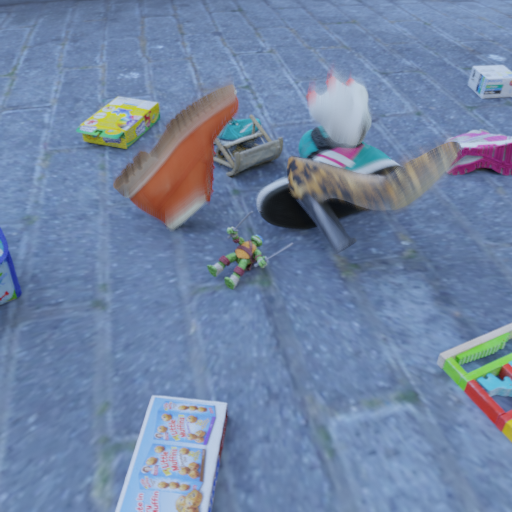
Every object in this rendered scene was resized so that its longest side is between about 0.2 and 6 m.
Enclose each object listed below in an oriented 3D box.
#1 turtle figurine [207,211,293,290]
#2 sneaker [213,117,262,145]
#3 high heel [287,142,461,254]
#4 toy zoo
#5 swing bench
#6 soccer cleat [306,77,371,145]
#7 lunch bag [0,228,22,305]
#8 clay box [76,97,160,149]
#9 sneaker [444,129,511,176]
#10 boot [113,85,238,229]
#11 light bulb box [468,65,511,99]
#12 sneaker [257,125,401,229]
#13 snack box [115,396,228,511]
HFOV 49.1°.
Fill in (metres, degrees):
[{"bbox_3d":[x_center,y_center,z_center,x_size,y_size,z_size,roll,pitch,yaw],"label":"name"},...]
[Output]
[{"bbox_3d":[-0.238,-0.079,9.549,1.147,0.851,1.183,-48,17,-23],"label":"turtle figurine"},{"bbox_3d":[-0.858,-3.123,13.425,2.029,0.808,0.786,-4,40,-6],"label":"sneaker"},{"bbox_3d":[1.744,-1.491,9.039,1.868,2.621,0.936,57,25,11],"label":"high heel"},{"bbox_3d":[3.884,1.968,7.631,1.577,0.246,2.404,-17,42,-20],"label":"toy zoo"},{"bbox_3d":[-0.266,-2.402,12.575,1.258,0.820,1.264,-23,50,-27],"label":"swing bench"},{"bbox_3d":[1.673,-2.645,10.597,1.048,1.173,3.024,-32,3,22],"label":"soccer cleat"},{"bbox_3d":[-4.774,0.047,8.372,1.880,2.211,1.409,-30,56,-32],"label":"lunch bag"},{"bbox_3d":[-3.378,-3.255,13.819,1.208,0.500,2.102,12,41,15],"label":"clay box"},{"bbox_3d":[5.169,-2.401,12.478,2.183,0.888,0.963,1,41,1],"label":"sneaker"},{"bbox_3d":[-1.151,-1.853,10.545,2.856,1.531,1.071,-46,24,1],"label":"boot"},{"bbox_3d":[6.654,-4.902,15.759,0.952,0.599,0.960,-4,40,-6],"label":"light bulb box"},{"bbox_3d":[1.165,-1.713,11.252,3.182,1.330,1.921,-14,43,-23],"label":"sneaker"},{"bbox_3d":[-1.047,2.900,6.407,1.040,0.352,2.892,4,39,5],"label":"snack box"}]
